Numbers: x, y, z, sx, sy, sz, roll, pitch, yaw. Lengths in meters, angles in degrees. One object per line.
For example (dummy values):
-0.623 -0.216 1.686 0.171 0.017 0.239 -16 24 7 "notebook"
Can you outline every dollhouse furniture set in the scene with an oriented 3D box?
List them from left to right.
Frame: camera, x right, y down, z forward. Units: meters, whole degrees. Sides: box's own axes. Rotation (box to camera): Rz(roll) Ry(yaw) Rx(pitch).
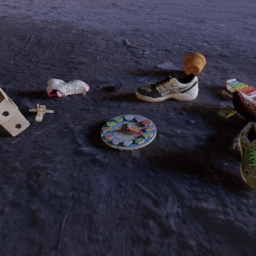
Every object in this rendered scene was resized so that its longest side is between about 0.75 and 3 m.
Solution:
-5.345 -0.254 10.766 2.230 1.563 1.572 -40 48 -11 "dollhouse furniture set"

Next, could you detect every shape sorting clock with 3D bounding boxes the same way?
0.023 0.094 10.875 2.139 0.420 2.139 0 35 0 "shape sorting clock"

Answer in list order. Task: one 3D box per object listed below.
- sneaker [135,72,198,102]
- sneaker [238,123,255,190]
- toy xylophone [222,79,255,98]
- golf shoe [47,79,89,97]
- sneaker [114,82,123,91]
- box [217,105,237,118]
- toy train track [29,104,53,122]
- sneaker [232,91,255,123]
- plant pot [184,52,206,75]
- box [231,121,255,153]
1.809 -2.022 13.140 2.956 1.296 1.118 -4 37 -3 "sneaker"
4.028 0.833 8.944 0.915 1.055 2.380 -8 52 12 "sneaker"
5.402 -1.832 13.612 1.217 0.418 1.662 -22 40 -27 "toy xylophone"
-2.909 -1.814 13.473 2.033 0.766 0.930 3 53 5 "golf shoe"
-0.534 -2.048 14.138 0.318 0.275 0.768 -9 25 36 "sneaker"
4.363 -0.733 12.252 0.820 0.198 0.481 -24 42 -32 "box"
-3.678 -0.706 11.783 1.006 0.285 1.754 3 22 -13 "toy train track"
5.412 -0.854 11.941 1.176 0.733 2.194 -6 41 -10 "sneaker"
3.582 -3.411 15.352 1.183 1.183 0.828 12 54 16 "plant pot"
4.803 0.474 10.331 1.361 0.415 1.718 25 42 31 "box"
